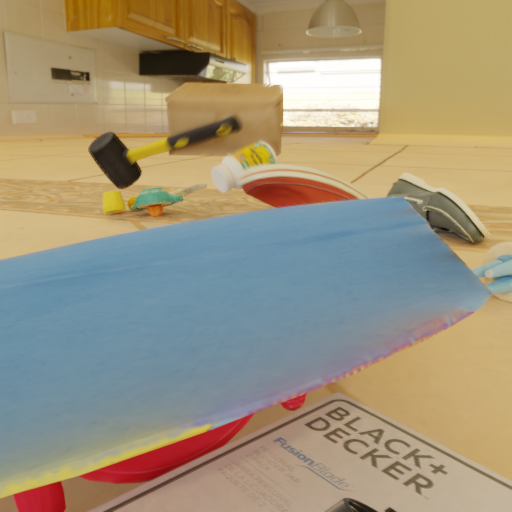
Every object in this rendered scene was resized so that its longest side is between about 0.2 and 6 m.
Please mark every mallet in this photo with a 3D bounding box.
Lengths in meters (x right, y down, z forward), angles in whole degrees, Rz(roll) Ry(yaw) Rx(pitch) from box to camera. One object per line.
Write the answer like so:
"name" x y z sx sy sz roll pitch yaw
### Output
"mallet" -1.615 -1.958 9.377 2.926 0.964 0.602 -16 40 34

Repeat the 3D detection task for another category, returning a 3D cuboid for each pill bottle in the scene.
"pill bottle" -0.161 -1.136 7.265 0.815 0.460 0.460 -30 28 -27

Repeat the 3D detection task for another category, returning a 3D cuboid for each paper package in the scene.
"paper package" -0.487 -2.495 10.132 1.967 1.018 1.875 1 25 5

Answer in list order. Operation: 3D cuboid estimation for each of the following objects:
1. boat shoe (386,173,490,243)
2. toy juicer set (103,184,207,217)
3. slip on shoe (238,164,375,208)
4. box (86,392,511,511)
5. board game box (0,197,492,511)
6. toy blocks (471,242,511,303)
"boat shoe" 3.575 -0.817 11.557 0.992 1.169 3.210 -43 25 5
"toy juicer set" -2.462 -1.220 13.296 2.404 0.654 1.530 -10 0 -20
"slip on shoe" 0.898 -0.477 6.970 2.449 0.749 0.907 23 -17 -18
"box" -0.138 1.683 1.892 3.144 0.945 1.834 -12 19 -37
"board game box" -1.092 0.664 4.118 4.735 1.167 5.993 -8 10 11
"toy blocks" 4.060 0.216 7.231 2.325 0.844 1.938 -11 13 -34
